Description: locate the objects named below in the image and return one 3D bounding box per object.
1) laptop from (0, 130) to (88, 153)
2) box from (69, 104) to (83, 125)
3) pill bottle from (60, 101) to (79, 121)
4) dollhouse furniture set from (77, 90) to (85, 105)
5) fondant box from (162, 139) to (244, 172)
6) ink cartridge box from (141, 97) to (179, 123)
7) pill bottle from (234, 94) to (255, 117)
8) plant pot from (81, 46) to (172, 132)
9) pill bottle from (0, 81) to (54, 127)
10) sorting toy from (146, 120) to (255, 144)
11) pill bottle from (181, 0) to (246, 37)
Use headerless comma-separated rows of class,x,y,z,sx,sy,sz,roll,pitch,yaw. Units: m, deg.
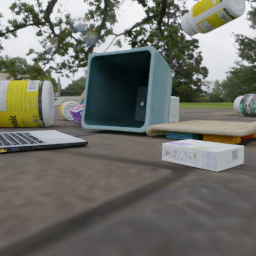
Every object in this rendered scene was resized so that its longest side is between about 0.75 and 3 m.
laptop,-2.238,-0.387,5.125,2.371,1.374,2.220,-3,7,-29
box,-0.593,-0.997,9.929,2.837,0.555,1.941,-29,13,-14
pill bottle,-2.501,-0.747,12.061,0.807,0.807,1.453,-2,6,-20
dollhouse furniture set,-1.488,-1.005,12.517,1.301,0.849,1.228,32,-11,4
fondant box,0.934,0.322,3.557,0.600,0.242,0.832,-5,6,-41
ink cartridge box,0.864,-0.793,11.121,1.607,0.930,2.767,-3,9,-7
pill bottle,6.633,-1.191,14.748,1.198,1.198,2.119,-1,5,-14
plant pot,0.210,-0.807,7.518,1.957,1.962,1.999,3,-5,32
pill bottle,-3.615,-0.730,8.504,2.562,1.426,1.426,-1,5,-7
sorting toy,1.883,0.045,6.097,2.294,0.418,2.123,-1,3,40
pill bottle,2.376,-3.297,8.061,0.948,0.948,1.704,-4,-5,-37
